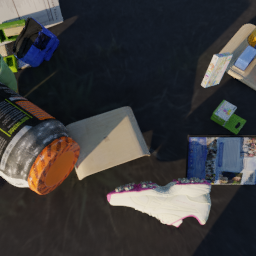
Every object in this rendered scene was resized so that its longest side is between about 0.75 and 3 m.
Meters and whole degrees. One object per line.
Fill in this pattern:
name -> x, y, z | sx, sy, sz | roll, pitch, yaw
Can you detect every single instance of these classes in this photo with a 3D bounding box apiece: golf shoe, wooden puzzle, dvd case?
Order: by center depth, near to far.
golf shoe -> 0.624, 1.544, 5.658 | 2.119, 0.798, 0.970 | -6, 88, 11
dvd case -> 2.131, 0.707, 6.293 | 1.633, 0.143, 1.165 | 0, 102, 0
wooden puzzle -> 3.934, -2.019, 8.011 | 2.339, 0.541, 2.166 | 34, 66, 18

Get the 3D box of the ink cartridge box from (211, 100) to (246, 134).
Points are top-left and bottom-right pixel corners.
ink cartridge box -> 2.612, -0.285, 7.167 | 0.764, 0.290, 0.565 | 35, 64, 19

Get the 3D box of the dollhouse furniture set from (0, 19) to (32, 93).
dollhouse furniture set -> -3.031, -1.890, 7.618 | 0.875, 1.133, 2.267 | -13, 61, -10

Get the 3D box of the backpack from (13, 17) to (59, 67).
backpack -> -2.581, -2.294, 7.878 | 1.145, 0.961, 0.930 | -53, 49, 6

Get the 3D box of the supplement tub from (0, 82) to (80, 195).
supplement tub -> -2.488, 0.172, 6.151 | 2.669, 1.635, 1.635 | 32, 65, 17

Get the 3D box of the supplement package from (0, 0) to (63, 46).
supplement package -> -3.692, -3.744, 8.336 | 2.905, 1.652, 1.591 | -28, 64, -16

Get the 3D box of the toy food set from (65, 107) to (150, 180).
toy food set -> -0.515, 0.347, 6.758 | 1.809, 0.547, 1.298 | -19, 74, -9

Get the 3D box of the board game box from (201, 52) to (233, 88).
board game box -> 2.321, -1.517, 7.334 | 0.604, 0.898, 0.154 | -17, 50, -33
